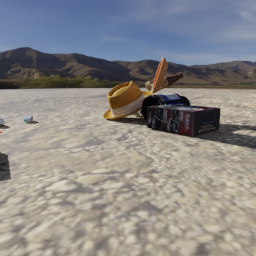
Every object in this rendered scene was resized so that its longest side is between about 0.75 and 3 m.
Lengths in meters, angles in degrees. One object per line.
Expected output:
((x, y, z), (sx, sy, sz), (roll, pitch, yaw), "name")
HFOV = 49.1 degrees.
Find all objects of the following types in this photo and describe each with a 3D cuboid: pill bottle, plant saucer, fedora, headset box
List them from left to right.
((-0.124, -1.497, 13.785), (2.903, 1.184, 2.903), (-20, 21, 8), "fedora")
((1.361, -2.204, 11.919), (0.294, 1.571, 1.571), (16, 10, -2), "plant saucer")
((1.821, -0.947, 12.890), (2.292, 1.282, 1.282), (-9, 13, -42), "pill bottle")
((2.197, -0.364, 10.685), (1.790, 0.929, 2.405), (-10, 15, -42), "headset box")

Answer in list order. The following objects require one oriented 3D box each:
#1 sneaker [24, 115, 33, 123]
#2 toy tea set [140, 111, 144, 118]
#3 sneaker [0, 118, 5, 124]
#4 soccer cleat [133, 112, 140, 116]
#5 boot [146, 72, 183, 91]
((-4.578, -0.432, 12.849), (0.318, 0.287, 0.776), (4, 10, -4), "sneaker")
((1.724, -0.918, 14.671), (2.711, 1.003, 1.612), (-2, 40, -28), "toy tea set")
((-5.916, -0.486, 12.146), (1.810, 0.641, 0.661), (10, 14, 43), "sneaker")
((0.466, -0.748, 14.802), (0.337, 0.273, 0.781), (21, 14, 7), "soccer cleat")
((1.868, -2.379, 14.603), (1.528, 0.665, 1.837), (-26, 13, -16), "boot")
